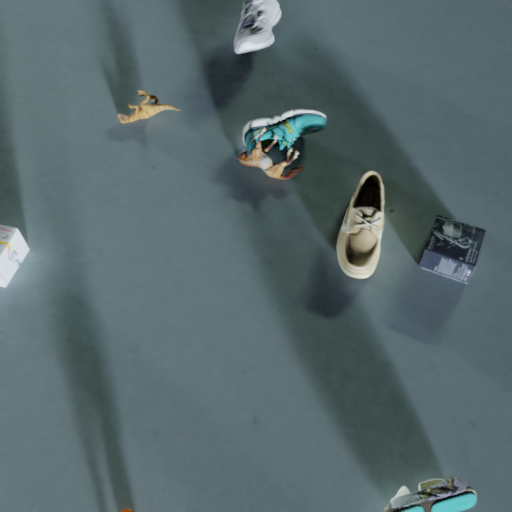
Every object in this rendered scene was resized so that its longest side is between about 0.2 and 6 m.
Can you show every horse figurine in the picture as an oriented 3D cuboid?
[{"bbox_3d":[0.338,-2.144,12.458,1.461,0.365,0.968,39,101,13],"label":"horse figurine"}]

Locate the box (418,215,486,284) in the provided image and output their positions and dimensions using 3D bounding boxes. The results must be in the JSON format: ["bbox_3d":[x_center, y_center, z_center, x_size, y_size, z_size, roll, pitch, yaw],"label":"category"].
[{"bbox_3d":[3.847,-0.140,11.000,0.984,0.620,1.001,19,56,16],"label":"box"}]

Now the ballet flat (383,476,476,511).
[{"bbox_3d":[2.443,3.673,8.346,1.613,0.580,0.580,-13,55,-9],"label":"ballet flat"}]

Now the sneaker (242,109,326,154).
[{"bbox_3d":[0.685,-2.786,12.919,1.981,0.768,0.789,-15,60,2],"label":"sneaker"}]

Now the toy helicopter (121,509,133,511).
[{"bbox_3d":[-1.878,4.271,7.906,0.794,0.473,1.200,-26,68,-23],"label":"toy helicopter"}]

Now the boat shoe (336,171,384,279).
[{"bbox_3d":[2.153,-0.670,11.256,0.869,0.783,2.410,12,56,8],"label":"boat shoe"}]

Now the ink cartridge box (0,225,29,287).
[{"bbox_3d":[-5.040,-0.031,10.852,0.713,0.701,0.969,11,55,8],"label":"ink cartridge box"}]

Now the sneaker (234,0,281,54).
[{"bbox_3d":[-0.106,-6.418,15.021,1.090,1.196,2.918,-6,45,18],"label":"sneaker"}]

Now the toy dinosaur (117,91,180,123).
[{"bbox_3d":[-2.533,-3.573,13.572,1.635,0.494,0.868,-12,70,13],"label":"toy dinosaur"}]
